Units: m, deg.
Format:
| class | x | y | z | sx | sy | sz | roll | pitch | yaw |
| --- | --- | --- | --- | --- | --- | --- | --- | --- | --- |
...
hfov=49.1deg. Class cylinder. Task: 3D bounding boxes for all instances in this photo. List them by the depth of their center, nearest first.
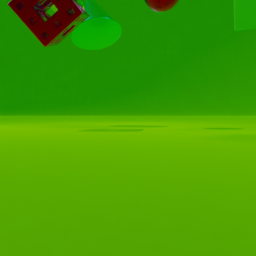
| class | x | y | z | sx | sy | sz | roll | pitch | yaw |
| --- | --- | --- | --- | --- | --- | --- | --- | --- | --- |
| cylinder | -2.107 | -4.147 | 8.951 | 0.985 | 0.985 | 0.985 | 2 | -25 | 39 |

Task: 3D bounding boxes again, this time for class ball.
| class | x | y | z | sx | sy | sz | roll | pitch | yaw |
| --- | --- | --- | --- | --- | --- | --- | --- | --- | --- |
| ball | 0.874 | -3.530 | 7.225 | 1.001 | 1.001 | 1.001 | 0 | 3 | 0 |

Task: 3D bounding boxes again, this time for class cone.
| class | x | y | z | sx | sy | sz | roll | pitch | yaw |
| --- | --- | --- | --- | --- | --- | --- | --- | --- | --- |
| cone | -1.148 | -3.641 | 8.978 | 1.594 | 1.600 | 1.594 | -12 | -16 | -4 |

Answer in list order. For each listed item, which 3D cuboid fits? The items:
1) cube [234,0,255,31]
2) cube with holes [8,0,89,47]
| class | x | y | z | sx | sy | sz | roll | pitch | yaw |
| --- | --- | --- | --- | --- | --- | --- | --- | --- | --- |
| cube | 2.410 | -2.236 | 5.114 | 0.727 | 0.727 | 0.727 | 6 | 26 | 37 |
| cube with holes | -1.782 | -2.753 | 6.564 | 1.146 | 1.146 | 1.146 | -37 | 15 | 12 |
